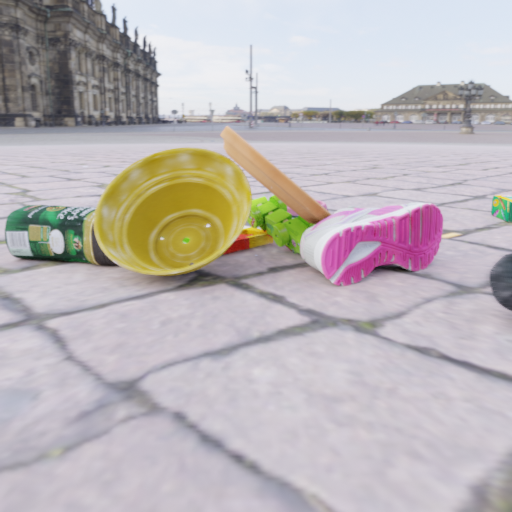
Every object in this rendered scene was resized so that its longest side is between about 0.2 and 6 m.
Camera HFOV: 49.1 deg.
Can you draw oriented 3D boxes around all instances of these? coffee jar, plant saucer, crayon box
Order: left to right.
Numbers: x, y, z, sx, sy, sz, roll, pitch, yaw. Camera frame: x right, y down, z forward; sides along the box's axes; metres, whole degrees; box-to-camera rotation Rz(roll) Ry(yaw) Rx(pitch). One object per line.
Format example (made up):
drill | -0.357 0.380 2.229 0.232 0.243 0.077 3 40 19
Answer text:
coffee jar | -2.942 -0.358 9.123 2.017 0.860 1.052 4 17 15
plant saucer | 0.295 -1.217 8.982 2.246 0.363 2.246 39 8 -6
crayon box | 6.396 -1.073 12.741 1.692 0.493 1.005 0 14 1

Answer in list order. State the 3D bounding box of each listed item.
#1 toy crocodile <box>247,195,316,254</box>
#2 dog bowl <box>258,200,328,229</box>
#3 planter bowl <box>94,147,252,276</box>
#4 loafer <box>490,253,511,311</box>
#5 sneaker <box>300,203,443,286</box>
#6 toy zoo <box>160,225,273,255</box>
toy crocodile | 0.448 -0.535 10.028 0.727 0.665 2.152 -27 40 -22
dog bowl | 0.774 -0.815 11.548 1.586 0.585 1.586 0 15 0
planter bowl | -1.154 -0.461 8.446 2.333 0.972 2.333 -4 56 6
loafer | 4.143 0.212 6.011 3.041 1.067 1.033 3 58 4
sneaker | 1.767 -0.333 8.579 2.639 1.074 1.164 -8 19 -31
toy zoo | -0.680 -0.323 10.316 1.404 0.219 2.140 13 19 42
